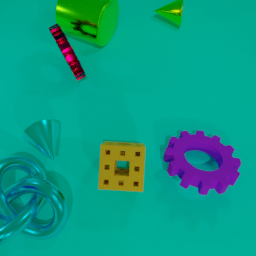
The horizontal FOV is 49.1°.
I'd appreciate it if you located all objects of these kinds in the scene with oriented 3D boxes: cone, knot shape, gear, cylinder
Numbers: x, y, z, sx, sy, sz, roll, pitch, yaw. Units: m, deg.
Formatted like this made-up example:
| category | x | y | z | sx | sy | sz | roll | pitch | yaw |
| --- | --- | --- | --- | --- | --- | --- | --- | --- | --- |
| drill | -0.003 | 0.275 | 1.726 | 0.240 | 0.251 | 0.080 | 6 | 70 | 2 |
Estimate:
| category | x | y | z | sx | sy | sz | roll | pitch | yaw |
| --- | --- | --- | --- | --- | --- | --- | --- | --- | --- |
| cone | -1.862 | 0.408 | 6.442 | 0.860 | 0.860 | 0.863 | -26 | 60 | -12 |
| knot shape | -2.376 | 1.673 | 5.830 | 1.873 | 0.925 | 2.002 | -41 | 71 | -17 |
| gear | 1.650 | 0.719 | 6.285 | 1.647 | 0.305 | 1.647 | 4 | 42 | -4 |
| gear | -1.565 | -1.947 | 7.268 | 0.270 | 1.460 | 1.460 | -29 | 67 | -5 |
| cone | 1.200 | -3.513 | 8.431 | 0.862 | 0.859 | 0.859 | 6 | 64 | 9 |
| cylinder | -1.127 | -3.188 | 7.944 | 1.351 | 1.351 | 1.351 | 22 | 66 | 11 |

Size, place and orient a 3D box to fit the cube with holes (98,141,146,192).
| category | x | y | z | sx | sy | sz | roll | pitch | yaw |
| --- | --- | --- | --- | --- | --- | --- | --- | --- | --- |
| cube with holes | -0.116 | 0.799 | 6.087 | 0.908 | 0.908 | 0.908 | 3 | 91 | 1 |
